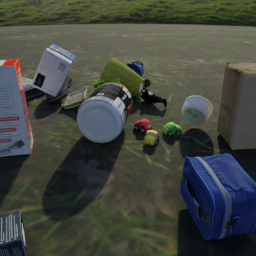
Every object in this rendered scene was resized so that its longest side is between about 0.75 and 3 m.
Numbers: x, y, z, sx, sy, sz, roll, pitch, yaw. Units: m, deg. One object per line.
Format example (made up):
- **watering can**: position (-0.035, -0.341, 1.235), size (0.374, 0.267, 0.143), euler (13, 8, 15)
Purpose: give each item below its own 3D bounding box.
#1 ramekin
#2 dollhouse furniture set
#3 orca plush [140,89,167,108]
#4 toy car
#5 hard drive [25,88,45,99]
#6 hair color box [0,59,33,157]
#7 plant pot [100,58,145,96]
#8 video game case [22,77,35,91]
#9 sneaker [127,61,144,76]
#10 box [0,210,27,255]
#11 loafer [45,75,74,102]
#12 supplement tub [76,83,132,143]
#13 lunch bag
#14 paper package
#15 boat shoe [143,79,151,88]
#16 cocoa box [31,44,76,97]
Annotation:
- **ramekin**: position (2.325, -0.561, 9.570), size (1.023, 1.023, 0.537), euler (14, 53, 27)
- **dollhouse furniture set**: position (-1.387, -1.206, 11.820), size (2.581, 0.996, 1.290), euler (-19, 30, 7)
- **orca plush**: position (0.988, -1.139, 11.846), size (1.495, 0.532, 0.787), euler (32, -6, 32)
- **toy car**: position (1.074, 0.024, 9.266), size (1.512, 0.358, 1.607), euler (-6, 26, -11)
- **hard drive**: position (-5.232, -1.666, 12.734), size (1.863, 0.439, 2.670), euler (16, 30, 30)
- **hair color box**: position (-3.567, -0.499, 7.730), size (1.446, 2.608, 0.834), euler (-5, 26, -10)
- **plant pot**: position (-0.176, -2.087, 12.667), size (1.704, 1.594, 1.594), euler (24, 31, 11)
- **video game case**: position (-5.414, -1.892, 12.385), size (2.320, 0.256, 2.112), euler (17, 30, 31)
- **sneaker**: position (0.633, -3.560, 16.429), size (0.790, 0.711, 2.027), euler (-16, 28, -15)
- **box**: position (-2.344, 2.007, 4.838), size (1.051, 0.563, 0.780), euler (-9, 27, -19)
- **loafer**: position (-3.202, -1.960, 12.628), size (1.008, 0.883, 2.805), euler (-20, 21, 10)
- **supplement tub**: position (-0.669, -0.639, 9.362), size (1.475, 1.475, 2.408), euler (5, 26, 10)
- **lunch bag**: position (1.701, 1.355, 5.523), size (1.131, 1.161, 1.709), euler (-5, 27, -8)
- **paper package**: position (4.035, -0.689, 8.392), size (2.279, 2.391, 1.237), euler (-2, 26, -3)
- **boat shoe**: position (0.299, -2.175, 13.812), size (1.577, 0.582, 0.583), euler (3, 10, -5)
- **cocoa box**: position (-2.373, -1.851, 8.977), size (0.872, 1.308, 0.858), euler (27, 27, -11)
